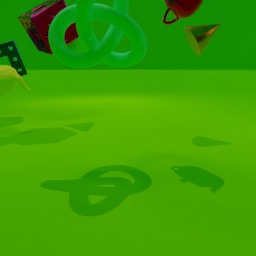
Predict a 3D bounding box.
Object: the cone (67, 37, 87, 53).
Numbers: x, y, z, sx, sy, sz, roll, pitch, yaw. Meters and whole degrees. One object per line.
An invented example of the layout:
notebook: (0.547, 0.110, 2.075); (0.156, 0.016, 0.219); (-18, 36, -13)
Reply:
cone: (-1.470, -3.207, 9.641); (1.121, 1.121, 1.126); (-6, -15, -24)

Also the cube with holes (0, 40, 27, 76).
cube with holes: (-4.536, -2.393, 10.256); (1.219, 1.219, 1.219); (-23, 21, -15)

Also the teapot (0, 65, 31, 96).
teapot: (-3.458, -1.264, 7.683); (1.584, 0.776, 0.985); (1, 27, 6)

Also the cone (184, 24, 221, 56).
cone: (2.226, -2.705, 7.950); (0.935, 0.931, 0.931); (-30, 11, 7)

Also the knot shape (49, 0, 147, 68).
knot shape: (-0.654, -1.849, 5.370); (1.760, 1.881, 0.869); (-21, 32, -2)

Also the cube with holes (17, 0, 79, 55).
cube with holes: (-2.448, -3.179, 8.764); (1.176, 1.176, 1.176); (-41, 39, -19)

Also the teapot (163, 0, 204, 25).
teapot: (1.173, -2.886, 5.924); (0.726, 1.483, 0.922); (11, 33, -29)
